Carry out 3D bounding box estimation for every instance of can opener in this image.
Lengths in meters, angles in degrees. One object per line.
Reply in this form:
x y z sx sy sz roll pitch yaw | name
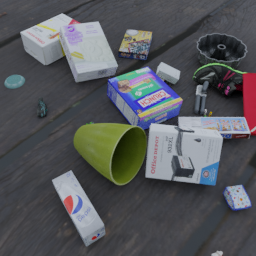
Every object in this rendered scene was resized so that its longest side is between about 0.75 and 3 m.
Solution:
3.275 -1.385 12.574 0.469 0.593 1.784 12 56 9 | can opener

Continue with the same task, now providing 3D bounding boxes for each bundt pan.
4.674 -3.761 14.297 2.508 0.941 2.508 -1 50 1 | bundt pan

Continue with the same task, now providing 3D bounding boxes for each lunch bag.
3.674 2.383 9.429 0.660 0.481 0.776 -8 46 -10 | lunch bag

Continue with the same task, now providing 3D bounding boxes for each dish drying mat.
5.418 -1.035 11.794 1.084 0.257 2.824 6 71 3 | dish drying mat

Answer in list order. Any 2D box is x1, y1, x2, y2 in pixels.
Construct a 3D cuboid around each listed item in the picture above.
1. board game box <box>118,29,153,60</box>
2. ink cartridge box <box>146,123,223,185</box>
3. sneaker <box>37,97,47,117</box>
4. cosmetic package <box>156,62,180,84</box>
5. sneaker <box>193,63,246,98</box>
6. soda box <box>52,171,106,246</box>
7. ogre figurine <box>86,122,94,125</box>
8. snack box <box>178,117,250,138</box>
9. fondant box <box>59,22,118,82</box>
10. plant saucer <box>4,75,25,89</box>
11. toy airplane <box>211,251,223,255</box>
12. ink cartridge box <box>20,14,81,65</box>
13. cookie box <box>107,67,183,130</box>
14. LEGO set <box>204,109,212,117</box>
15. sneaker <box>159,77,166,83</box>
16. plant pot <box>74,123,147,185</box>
0.446 -4.602 15.360 1.507 0.385 2.225 9 50 8 | board game box
1.861 0.891 9.718 2.395 1.737 1.002 6 15 5 | ink cartridge box
-3.769 -0.912 12.323 0.424 0.404 1.071 2 55 -16 | sneaker
1.884 -2.574 13.157 1.041 0.422 0.588 24 56 -10 | cosmetic package
4.463 -2.100 12.777 2.983 1.145 1.249 13 47 13 | sneaker
-1.613 2.544 9.086 0.737 0.793 2.323 -26 55 -20 | soda box
-1.620 0.160 11.329 0.602 0.492 1.004 20 35 38 | ogre figurine
3.394 -0.026 11.229 2.683 0.326 0.965 0 43 5 | snack box
-1.965 -3.755 13.667 2.023 0.817 2.805 -16 71 -22 | fondant box
-5.503 -2.290 13.558 0.975 0.175 0.975 0 50 0 | plant saucer
2.772 3.981 8.099 0.827 0.583 0.823 6 11 16 | toy airplane
-3.922 -4.801 15.007 2.031 1.167 2.798 36 58 26 | ink cartridge box
0.664 -1.322 12.133 2.212 0.972 2.586 -23 55 -24 | cookie box
3.416 -0.499 11.935 0.322 0.347 0.845 9 50 8 | LEGO set
1.456 -2.147 13.328 0.614 0.463 1.314 -5 49 17 | sneaker
-0.823 0.676 10.081 2.233 2.089 2.089 17 50 33 | plant pot
